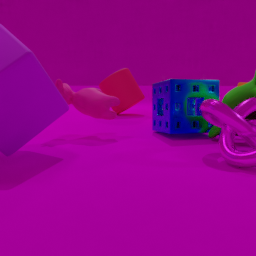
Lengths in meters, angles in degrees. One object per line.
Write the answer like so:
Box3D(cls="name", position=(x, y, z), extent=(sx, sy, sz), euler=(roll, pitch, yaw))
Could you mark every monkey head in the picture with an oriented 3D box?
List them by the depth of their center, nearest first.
Box3D(cls="monkey head", position=(2.499, -0.471, 5.839), extent=(1.147, 1.903, 1.369), euler=(23, 39, -4))

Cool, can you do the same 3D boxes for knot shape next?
Box3D(cls="knot shape", position=(1.895, -0.054, 4.716), extent=(1.499, 0.740, 1.602), euler=(29, 38, 25))

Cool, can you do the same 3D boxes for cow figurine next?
Box3D(cls="cow figurine", position=(-1.043, -0.608, 6.327), extent=(1.374, 0.754, 1.352), euler=(25, 16, 38))

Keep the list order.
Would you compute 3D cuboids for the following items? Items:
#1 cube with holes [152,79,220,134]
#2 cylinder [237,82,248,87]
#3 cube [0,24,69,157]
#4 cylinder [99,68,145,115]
Box3D(cls="cube with holes", position=(1.362, -0.517, 6.860), extent=(1.212, 1.212, 1.212), euler=(-1, 4, -14))
Box3D(cls="cylinder", position=(3.650, -0.804, 8.030), extent=(0.985, 0.985, 0.985), euler=(6, 11, 25))
Box3D(cls="cube", position=(-2.102, -0.640, 4.729), extent=(1.359, 1.359, 1.359), euler=(-40, 54, -12))
Box3D(cls="cylinder", position=(-0.238, -1.408, 10.893), extent=(1.342, 1.342, 1.342), euler=(-31, 0, 0))
